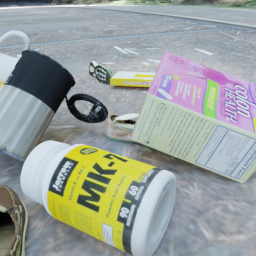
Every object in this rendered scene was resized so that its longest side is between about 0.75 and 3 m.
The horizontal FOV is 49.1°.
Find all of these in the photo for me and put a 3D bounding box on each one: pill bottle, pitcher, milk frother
[{"bbox_3d":[-0.579,1.165,5.218,2.643,1.511,1.511,14,32,25],"label":"pill bottle"},{"bbox_3d":[-5.107,-2.495,10.861,2.868,2.460,1.738,-3,31,-7],"label":"pitcher"},{"bbox_3d":[-2.116,-0.180,7.383,2.624,2.368,2.468,26,75,-1],"label":"milk frother"}]

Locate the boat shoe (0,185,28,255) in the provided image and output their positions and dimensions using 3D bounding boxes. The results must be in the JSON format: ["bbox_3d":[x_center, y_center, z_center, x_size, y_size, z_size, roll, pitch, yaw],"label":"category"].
[{"bbox_3d":[-2.235,1.656,4.967,0.874,0.876,2.367,-13,32,-23],"label":"boat shoe"}]

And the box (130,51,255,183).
[{"bbox_3d":[1.858,-0.426,7.103,2.885,1.395,2.538,22,39,3],"label":"box"}]

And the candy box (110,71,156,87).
[{"bbox_3d":[0.857,-2.093,12.094,2.994,0.395,1.531,4,21,10],"label":"candy box"}]

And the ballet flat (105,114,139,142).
[{"bbox_3d":[0.523,0.049,7.908,2.527,0.850,0.860,7,30,12],"label":"ballet flat"}]

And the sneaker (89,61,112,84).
[{"bbox_3d":[-1.065,-2.625,12.929,0.913,0.792,2.061,-7,31,-29],"label":"sneaker"}]

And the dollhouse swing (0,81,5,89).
[{"bbox_3d":[-4.063,-0.960,10.302,1.553,1.366,1.412,-4,-14,-7],"label":"dollhouse swing"}]
